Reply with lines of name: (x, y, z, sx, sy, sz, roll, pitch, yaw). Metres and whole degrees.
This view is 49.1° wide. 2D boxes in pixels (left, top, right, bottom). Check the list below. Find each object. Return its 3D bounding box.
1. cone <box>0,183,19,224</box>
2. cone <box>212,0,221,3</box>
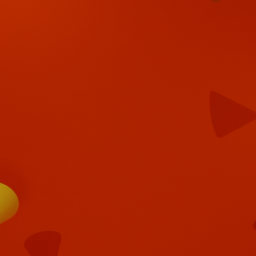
cone: (-2.602, 1.638, 5.062, 0.960, 0.964, 0.960, -2, 112, -4)
cone: (2.317, -2.991, 5.070, 1.342, 1.337, 1.337, 1, 74, 2)
